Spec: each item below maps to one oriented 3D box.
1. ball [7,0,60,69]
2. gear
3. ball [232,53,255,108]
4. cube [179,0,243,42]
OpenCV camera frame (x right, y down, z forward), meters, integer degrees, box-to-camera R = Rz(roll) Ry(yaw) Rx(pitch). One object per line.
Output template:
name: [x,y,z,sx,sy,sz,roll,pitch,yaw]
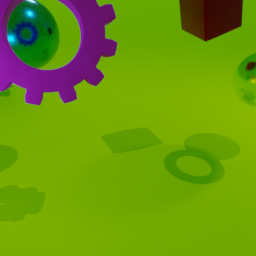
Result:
ball: [-2.006,-1.791,5.382,1.352,1.352,1.352,0,30,0]
gear: [-1.153,-1.327,3.893,1.972,1.972,0.365,-8,12,-14]
ball: [3.128,-1.107,6.522,1.310,1.310,1.310,0,30,0]
cube: [1.760,-2.587,6.003,0.955,0.955,0.955,-25,41,-11]
